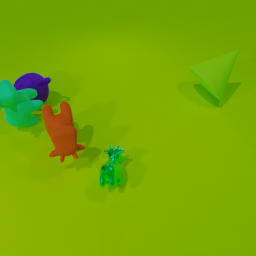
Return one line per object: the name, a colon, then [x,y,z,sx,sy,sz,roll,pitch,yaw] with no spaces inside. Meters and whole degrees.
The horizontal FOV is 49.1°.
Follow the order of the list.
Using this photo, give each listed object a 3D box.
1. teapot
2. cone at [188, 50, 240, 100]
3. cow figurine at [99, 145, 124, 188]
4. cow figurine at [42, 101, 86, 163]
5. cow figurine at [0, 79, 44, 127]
teapot: [-3.125,-1.156,8.734,1.777,1.105,0.870,-24,1,16]
cone: [2.933,-1.909,8.800,1.473,1.468,1.468,-45,49,12]
cow figurine: [-0.395,0.906,6.799,0.544,0.991,0.975,-4,85,15]
cow figurine: [-1.717,0.149,7.282,0.904,1.646,1.620,-13,77,-16]
cow figurine: [-3.173,-0.592,7.634,1.587,1.613,0.886,-16,60,-41]
